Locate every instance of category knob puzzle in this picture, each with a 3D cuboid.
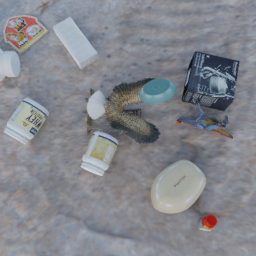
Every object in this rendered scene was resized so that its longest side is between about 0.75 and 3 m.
[{"bbox_3d":[-4.740,-4.379,12.397,2.015,0.279,2.015,0,72,0],"label":"knob puzzle"}]

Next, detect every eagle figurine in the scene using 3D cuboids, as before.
[{"bbox_3d":[-0.122,-0.740,10.438,2.865,2.174,2.162,7,51,7],"label":"eagle figurine"}]

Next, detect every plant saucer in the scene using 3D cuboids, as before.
[{"bbox_3d":[0.975,-1.300,9.380,1.275,0.229,1.275,-11,41,10],"label":"plant saucer"}]

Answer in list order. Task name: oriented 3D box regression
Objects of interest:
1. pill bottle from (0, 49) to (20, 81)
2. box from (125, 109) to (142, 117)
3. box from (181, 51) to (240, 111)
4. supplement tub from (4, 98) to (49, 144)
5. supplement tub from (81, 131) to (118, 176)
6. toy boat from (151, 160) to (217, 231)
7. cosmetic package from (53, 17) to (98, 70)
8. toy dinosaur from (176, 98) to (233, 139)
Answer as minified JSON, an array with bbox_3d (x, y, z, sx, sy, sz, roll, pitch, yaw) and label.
[{"bbox_3d":[-5.731,-2.549,11.225,2.461,1.370,1.370,-1,72,0],"label":"pill bottle"},{"bbox_3d":[0.146,-0.512,11.136,0.780,0.292,0.390,-4,72,-3],"label":"box"},{"bbox_3d":[3.254,-1.838,11.138,1.794,1.131,1.825,14,72,3],"label":"box"},{"bbox_3d":[-3.852,-0.251,10.628,1.090,1.090,1.503,27,75,8],"label":"supplement tub"},{"bbox_3d":[-1.051,0.938,10.268,1.016,1.016,1.408,21,73,7],"label":"supplement tub"},{"bbox_3d":[2.044,2.514,9.806,2.155,1.191,2.564,-35,67,-15],"label":"toy boat"},{"bbox_3d":[-2.243,-3.640,12.002,0.912,0.559,2.209,-32,75,-10],"label":"cosmetic package"},{"bbox_3d":[2.834,-0.077,10.724,1.798,1.981,1.040,-9,28,34],"label":"toy dinosaur"}]
